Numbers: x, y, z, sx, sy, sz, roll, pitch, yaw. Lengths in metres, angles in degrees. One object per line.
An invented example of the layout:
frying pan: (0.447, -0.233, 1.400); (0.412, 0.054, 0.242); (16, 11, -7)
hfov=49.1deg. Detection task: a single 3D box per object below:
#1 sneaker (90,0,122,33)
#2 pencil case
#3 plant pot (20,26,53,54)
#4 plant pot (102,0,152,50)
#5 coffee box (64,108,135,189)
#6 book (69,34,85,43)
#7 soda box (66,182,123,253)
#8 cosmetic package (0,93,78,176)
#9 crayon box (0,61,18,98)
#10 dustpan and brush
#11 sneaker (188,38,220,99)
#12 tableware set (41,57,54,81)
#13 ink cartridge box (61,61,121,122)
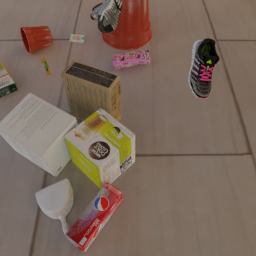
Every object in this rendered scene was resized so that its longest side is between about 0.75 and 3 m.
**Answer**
sneaker: (-0.854, -3.594, 9.163); (1.011, 0.657, 1.750); (-5, 48, 30)
pencil case: (0.143, -3.419, 13.987); (1.903, 0.823, 0.788); (-10, 72, -7)
plant pot: (-4.758, -4.751, 14.726); (1.332, 1.370, 1.370); (-22, 56, -25)
plant pot: (-0.073, -6.134, 14.757); (2.863, 2.785, 2.863); (0, 53, 0)
coffee box: (-0.965, 0.787, 10.226); (1.802, 1.804, 1.784); (38, 62, 24)
book: (-2.816, -4.942, 15.522); (0.763, 0.183, 0.510); (4, 57, 1)
soda box: (-1.048, 2.919, 9.296); (0.695, 0.767, 2.192); (29, 58, 19)
cosmetic package: (-3.180, 0.267, 10.491); (2.223, 1.860, 1.849); (28, 64, 18)
crayon box: (-6.332, -2.312, 13.313); (1.344, 0.551, 2.137); (-29, 59, -20)
dustpan and brush: (-2.359, 2.819, 9.618); (1.306, 0.535, 1.871); (-25, 50, -5)
sneaker: (2.803, -2.233, 10.244); (0.851, 1.009, 2.306); (5, 85, -11)
tableware set: (-2.874, -2.134, 9.788); (0.174, 0.763, 1.133); (-21, 39, -12)
ink cartridge box: (-1.373, -1.227, 11.281); (2.090, 2.537, 0.953); (22, 56, 14)
